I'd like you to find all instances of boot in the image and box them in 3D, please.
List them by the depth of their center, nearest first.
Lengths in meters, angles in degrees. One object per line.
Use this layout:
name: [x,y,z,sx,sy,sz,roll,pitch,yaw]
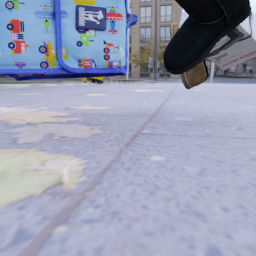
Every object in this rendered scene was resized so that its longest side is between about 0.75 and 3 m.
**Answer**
boot: [1.523,-2.749,6.595,2.302,2.809,1.039,25,32,-51]
boot: [2.198,-2.700,10.046,0.928,2.460,0.906,-19,-2,35]

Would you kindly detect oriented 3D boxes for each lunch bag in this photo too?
lunch bag: [-1.118,-1.994,5.440,2.628,1.979,1.236,-2,4,0]

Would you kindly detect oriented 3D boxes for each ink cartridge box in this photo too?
ink cartridge box: [3.063,-3.073,8.966,2.352,0.991,1.701,27,-26,-28]

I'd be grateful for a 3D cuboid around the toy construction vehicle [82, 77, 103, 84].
toy construction vehicle: [-1.726,-2.450,10.651,1.696,1.476,0.597,9,-10,-16]
